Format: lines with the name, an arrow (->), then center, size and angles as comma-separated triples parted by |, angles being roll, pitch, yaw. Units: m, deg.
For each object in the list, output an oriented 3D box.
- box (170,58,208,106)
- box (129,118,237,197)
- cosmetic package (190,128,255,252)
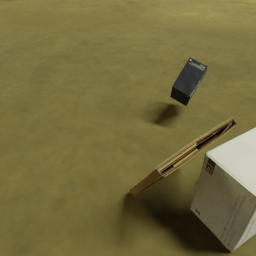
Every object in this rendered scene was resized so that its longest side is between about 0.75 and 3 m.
box -> 1.620, -1.224, 7.575 | 0.584, 0.948, 0.941 | 30, 83, 10
box -> 0.865, 0.587, 4.967 | 1.563, 1.912, 0.203 | -31, 77, -22
cosmetic package -> 2.547, 0.787, 5.035 | 2.726, 1.538, 1.106 | -24, 45, -25
